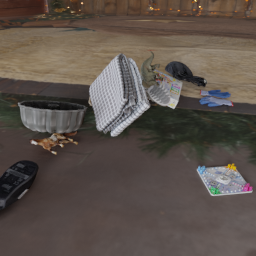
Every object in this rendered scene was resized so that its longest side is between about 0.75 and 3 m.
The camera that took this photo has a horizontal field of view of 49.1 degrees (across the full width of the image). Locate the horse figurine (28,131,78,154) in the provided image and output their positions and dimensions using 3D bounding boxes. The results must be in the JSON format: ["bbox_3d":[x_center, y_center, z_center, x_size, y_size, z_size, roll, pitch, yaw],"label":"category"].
[{"bbox_3d":[-2.506,0.459,9.874,1.085,0.409,1.638,16,25,27],"label":"horse figurine"}]

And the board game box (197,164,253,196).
[{"bbox_3d":[2.843,1.493,8.323,1.227,0.159,1.227,-3,29,-7],"label":"board game box"}]

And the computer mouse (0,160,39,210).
[{"bbox_3d":[-3.598,1.728,7.574,1.659,0.544,2.363,10,39,18],"label":"computer mouse"}]

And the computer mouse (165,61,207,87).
[{"bbox_3d":[3.126,-3.252,16.001,2.056,0.783,2.969,11,21,-21],"label":"computer mouse"}]

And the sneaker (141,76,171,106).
[{"bbox_3d":[0.998,-1.355,10.735,0.658,0.722,1.761,-41,56,-8],"label":"sneaker"}]

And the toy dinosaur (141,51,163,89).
[{"bbox_3d":[0.710,-1.827,9.423,0.806,1.575,0.606,13,57,29],"label":"toy dinosaur"}]

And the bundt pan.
[{"bbox_3d":[-2.831,-0.415,10.577,2.520,0.946,2.520,6,12,-1],"label":"bundt pan"}]

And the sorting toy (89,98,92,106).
[{"bbox_3d":[-0.909,-1.382,13.513,1.828,0.333,1.692,3,28,-4],"label":"sorting toy"}]

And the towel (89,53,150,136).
[{"bbox_3d":[-0.472,-1.225,10.401,1.080,2.090,2.525,17,47,-37],"label":"towel"}]

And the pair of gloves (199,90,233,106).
[{"bbox_3d":[4.302,-1.480,13.760,1.562,0.221,1.943,7,30,9],"label":"pair of gloves"}]

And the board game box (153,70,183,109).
[{"bbox_3d":[1.708,-2.030,13.858,1.788,0.455,2.659,26,31,1],"label":"board game box"}]
